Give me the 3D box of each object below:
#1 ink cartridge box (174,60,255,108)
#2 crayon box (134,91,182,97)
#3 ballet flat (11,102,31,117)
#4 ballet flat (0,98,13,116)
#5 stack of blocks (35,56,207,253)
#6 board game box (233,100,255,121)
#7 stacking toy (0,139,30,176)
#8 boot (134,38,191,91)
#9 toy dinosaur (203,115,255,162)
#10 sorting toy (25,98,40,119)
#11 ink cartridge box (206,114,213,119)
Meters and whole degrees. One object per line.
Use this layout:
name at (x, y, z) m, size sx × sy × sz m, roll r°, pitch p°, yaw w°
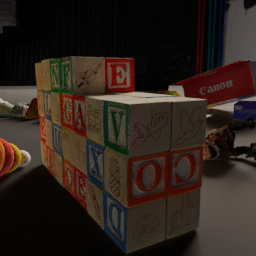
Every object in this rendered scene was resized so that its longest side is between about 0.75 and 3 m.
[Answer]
ink cartridge box at (3.761, -1.595, 11.023) m, size 2.617 × 1.250 × 2.981 m, roll -10°, pitch -3°, yaw -42°
crayon box at (0.749, -0.574, 8.231) m, size 2.611 × 0.673 × 1.642 m, roll -1°, pitch 23°, yaw -7°
ballet flat at (-3.756, -0.698, 10.326) m, size 0.559 × 0.559 × 1.554 m, roll 0°, pitch 11°, yaw 0°
ballet flat at (-5.108, -0.803, 10.163) m, size 2.318 × 0.805 × 0.805 m, roll -2°, pitch 10°, yaw -10°
stack of blocks at (-0.374, -0.036, 3.492) m, size 0.835 × 1.643 × 2.853 m, roll -6°, pitch 13°, yaw -30°
board game box at (4.925, -0.568, 9.445) m, size 2.417 × 0.541 × 1.625 m, roll 5°, pitch 12°, yaw 26°
stacking toy at (-1.843, 0.454, 4.106) m, size 0.755 × 0.755 × 1.034 m, roll 5°, pitch -7°, yaw 26°
boot at (0.861, -2.292, 10.784) m, size 2.769 × 2.269 × 1.024 m, roll 29°, pitch 11°, yaw 39°
toy dinosaur at (1.740, 0.200, 5.011) m, size 1.039 × 0.782 × 1.531 m, roll -12°, pitch 25°, yaw 29°
sorting toy at (-2.641, -0.524, 9.437) m, size 2.238 × 0.776 × 0.771 m, roll 3°, pitch 34°, yaw 27°
ink cartridge box at (0.554, 0.079, 5.888) m, size 1.470 × 0.580 × 2.957 m, roll 8°, pitch 15°, yaw 38°
